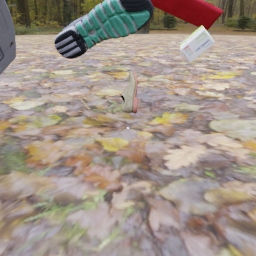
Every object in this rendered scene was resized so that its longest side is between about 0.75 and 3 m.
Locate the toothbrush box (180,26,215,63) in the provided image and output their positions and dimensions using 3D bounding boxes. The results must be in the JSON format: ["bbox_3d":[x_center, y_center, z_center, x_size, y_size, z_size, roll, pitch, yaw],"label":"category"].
[{"bbox_3d":[1.954,-2.417,7.993,0.824,0.487,1.132,-37,15,25],"label":"toothbrush box"}]

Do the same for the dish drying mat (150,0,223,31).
[{"bbox_3d":[1.589,-4.039,9.047,2.782,0.253,1.068,21,-18,-7],"label":"dish drying mat"}]

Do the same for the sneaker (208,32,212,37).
[{"bbox_3d":[2.872,-3.288,10.520,0.526,0.500,1.327,-25,-1,19],"label":"sneaker"}]

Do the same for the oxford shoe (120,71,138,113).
[{"bbox_3d":[0.020,-0.758,5.742,0.355,0.949,0.334,1,-22,0],"label":"oxford shoe"}]

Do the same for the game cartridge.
[{"bbox_3d":[-3.322,-1.949,6.033,0.594,2.907,1.935,34,69,3],"label":"game cartridge"}]

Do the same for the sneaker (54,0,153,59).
[{"bbox_3d":[-0.723,-2.966,7.657,2.829,1.053,1.238,-19,40,12],"label":"sneaker"}]
